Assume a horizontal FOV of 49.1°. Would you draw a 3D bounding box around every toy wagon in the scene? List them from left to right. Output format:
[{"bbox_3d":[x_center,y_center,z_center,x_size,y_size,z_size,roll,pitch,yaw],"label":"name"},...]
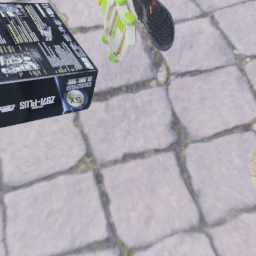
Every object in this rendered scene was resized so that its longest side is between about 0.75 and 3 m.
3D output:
[{"bbox_3d":[-0.316,-2.660,7.112,0.375,1.469,1.894,-11,68,-23],"label":"toy wagon"}]

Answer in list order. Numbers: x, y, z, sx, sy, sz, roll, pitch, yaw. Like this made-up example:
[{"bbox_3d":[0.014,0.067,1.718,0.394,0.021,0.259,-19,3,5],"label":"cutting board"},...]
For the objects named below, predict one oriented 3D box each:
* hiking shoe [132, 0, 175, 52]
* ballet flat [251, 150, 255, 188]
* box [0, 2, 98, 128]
[{"bbox_3d":[0.548,-2.514,6.249,0.636,0.845,1.679,-24,101,5],"label":"hiking shoe"},{"bbox_3d":[2.977,0.296,5.490,0.856,0.792,2.428,13,44,23],"label":"ballet flat"},{"bbox_3d":[-2.402,-1.576,6.364,2.348,1.235,2.867,-16,56,-32],"label":"box"}]
